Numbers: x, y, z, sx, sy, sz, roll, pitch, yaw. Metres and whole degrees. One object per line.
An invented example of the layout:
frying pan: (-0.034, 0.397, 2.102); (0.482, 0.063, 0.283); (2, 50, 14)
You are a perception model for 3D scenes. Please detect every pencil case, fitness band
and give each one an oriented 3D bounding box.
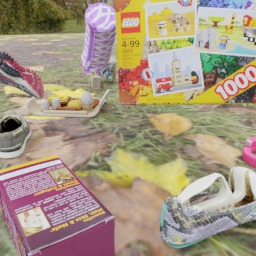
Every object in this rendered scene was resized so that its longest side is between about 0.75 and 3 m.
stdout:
pencil case: (-1.011, -2.802, 9.155); (1.074, 2.560, 1.094); (43, 65, 8)
fitness band: (4.147, 0.639, 7.568); (2.147, 0.402, 1.542); (-14, 27, -26)

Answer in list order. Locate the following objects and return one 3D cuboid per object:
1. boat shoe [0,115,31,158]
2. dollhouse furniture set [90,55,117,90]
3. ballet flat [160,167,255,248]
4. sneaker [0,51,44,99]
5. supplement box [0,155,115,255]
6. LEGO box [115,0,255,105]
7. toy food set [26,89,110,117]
boat shoe: (-3.480, 0.034, 8.523); (0.887, 0.742, 2.483); (-6, 24, -13)
dollhouse furniture set: (-1.247, -2.682, 14.601); (1.360, 1.352, 1.929); (-3, 47, -10)
ballet flat: (1.924, 1.271, 5.155); (2.977, 1.071, 1.071); (-10, 25, -21)
sneaker: (-2.484, -1.121, 6.296); (0.545, 1.461, 0.589); (-25, 51, 22)
supplement box: (-1.339, 1.489, 4.800); (1.277, 0.991, 2.314); (-15, 27, -31)
LEGO box: (1.270, -1.575, 5.632); (2.850, 2.123, 1.100); (-1, 12, 10)
toy food set: (-2.291, -1.202, 11.248); (2.871, 0.867, 2.060); (2, 23, 5)
